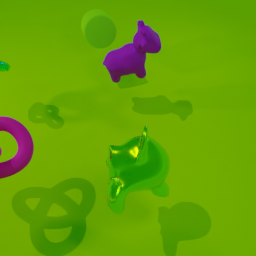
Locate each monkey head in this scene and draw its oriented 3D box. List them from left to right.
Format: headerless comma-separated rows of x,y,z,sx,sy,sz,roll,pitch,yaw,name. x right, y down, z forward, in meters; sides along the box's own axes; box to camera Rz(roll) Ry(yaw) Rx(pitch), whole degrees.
0.193,0.860,5.120,1.150,1.908,1.373,-8,44,16,monkey head

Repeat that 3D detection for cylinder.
-0.931,-3.115,8.772,0.986,0.986,0.986,-11,34,-8,cylinder

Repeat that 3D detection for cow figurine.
0.071,-2.073,7.733,1.716,1.688,0.942,-11,62,7,cow figurine

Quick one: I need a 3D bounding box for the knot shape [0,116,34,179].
-2.844,0.567,5.594,1.911,0.944,2.042,-36,37,-20,knot shape

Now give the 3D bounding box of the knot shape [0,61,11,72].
-3.785,-1.788,7.629,1.401,1.311,0.647,43,62,15,knot shape
